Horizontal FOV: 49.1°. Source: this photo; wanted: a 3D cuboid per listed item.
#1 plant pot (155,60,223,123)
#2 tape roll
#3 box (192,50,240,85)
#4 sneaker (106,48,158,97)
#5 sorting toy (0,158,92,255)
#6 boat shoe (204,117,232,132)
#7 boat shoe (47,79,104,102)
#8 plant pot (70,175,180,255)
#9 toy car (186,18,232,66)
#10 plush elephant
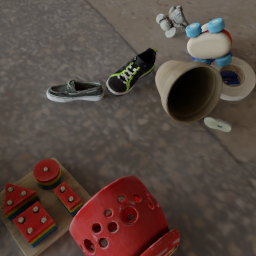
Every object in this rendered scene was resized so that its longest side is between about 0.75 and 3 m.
[{"bbox_3d":[1.884,-1.501,9.880,2.124,2.124,1.843,-17,35,-14],"label":"plant pot"},{"bbox_3d":[3.941,-1.926,10.796,1.869,0.342,1.869,1,67,-2],"label":"tape roll"},{"bbox_3d":[3.624,-2.814,11.829,1.622,0.434,2.677,-3,51,-3],"label":"box"},{"bbox_3d":[0.167,-2.302,10.782,0.954,1.101,2.660,40,62,11],"label":"sneaker"},{"bbox_3d":[-2.361,1.926,7.609,2.138,0.744,2.125,-36,58,-26],"label":"sorting toy"},{"bbox_3d":[3.120,-0.143,9.680,0.957,0.334,0.341,24,30,24],"label":"boat shoe"},{"bbox_3d":[-1.987,-1.483,10.470,2.150,0.762,0.775,-3,50,-2],"label":"boat shoe"},{"bbox_3d":[-0.004,2.412,6.381,2.047,2.047,1.864,-31,60,-24],"label":"plant pot"},{"bbox_3d":[3.284,-3.533,10.815,1.627,1.696,1.840,1,44,35],"label":"toy car"},{"bbox_3d":[2.094,-5.022,13.301,1.212,1.289,1.565,-23,6,26],"label":"plush elephant"}]
